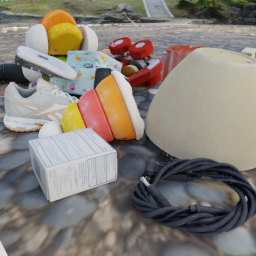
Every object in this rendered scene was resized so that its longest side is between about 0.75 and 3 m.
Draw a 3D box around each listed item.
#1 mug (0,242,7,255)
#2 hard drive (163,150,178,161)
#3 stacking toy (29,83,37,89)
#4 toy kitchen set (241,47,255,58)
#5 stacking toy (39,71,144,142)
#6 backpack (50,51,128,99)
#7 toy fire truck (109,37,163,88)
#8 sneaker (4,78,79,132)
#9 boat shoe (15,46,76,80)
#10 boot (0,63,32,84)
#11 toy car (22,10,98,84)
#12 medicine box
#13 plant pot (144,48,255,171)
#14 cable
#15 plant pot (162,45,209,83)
[{"bbox_3d":[-2.445,1.291,2.487,2.285,2.229,2.784,-27,18,-30],"label":"mug"},{"bbox_3d":[1.414,0.101,6.830,1.488,0.403,2.130,-4,24,-9],"label":"hard drive"},{"bbox_3d":[-2.955,-1.385,10.092,1.114,0.476,0.476,0,24,-10],"label":"stacking toy"},{"bbox_3d":[3.903,-2.416,10.971,1.947,1.560,1.147,17,30,32],"label":"toy kitchen set"},{"bbox_3d":[-0.944,-0.177,6.596,2.367,1.729,1.729,-21,27,-2],"label":"stacking toy"},{"bbox_3d":[-1.268,-1.466,8.595,2.191,1.680,1.926,0,0,23],"label":"backpack"},{"bbox_3d":[-0.184,-2.198,10.908,2.412,1.610,2.872,-42,42,-23],"label":"toy fire truck"},{"bbox_3d":[-1.852,-0.631,7.319,2.836,1.304,1.074,-1,23,-7],"label":"sneaker"},{"bbox_3d":[-2.105,-1.515,7.127,1.544,0.511,0.540,18,38,-30],"label":"boat shoe"},{"bbox_3d":[-5.370,-2.023,10.825,2.751,0.903,2.268,-14,16,-37],"label":"boot"},{"bbox_3d":[-2.503,-2.824,9.733,2.292,2.619,1.964,-10,61,-32],"label":"toy car"},{"bbox_3d":[-1.052,0.617,5.319,1.322,0.681,1.204,-12,27,-27],"label":"medicine box"},{"bbox_3d":[1.932,-0.673,6.230,2.860,1.920,2.860,7,27,-4],"label":"plant pot"},{"bbox_3d":[1.098,1.043,4.599,2.014,0.511,1.643,10,26,20],"label":"cable"},{"bbox_3d":[1.867,-1.624,8.916,1.865,1.814,1.865,0,24,0],"label":"plant pot"}]
